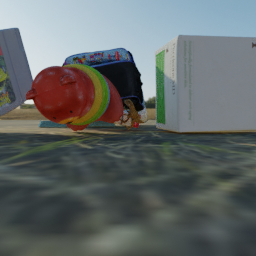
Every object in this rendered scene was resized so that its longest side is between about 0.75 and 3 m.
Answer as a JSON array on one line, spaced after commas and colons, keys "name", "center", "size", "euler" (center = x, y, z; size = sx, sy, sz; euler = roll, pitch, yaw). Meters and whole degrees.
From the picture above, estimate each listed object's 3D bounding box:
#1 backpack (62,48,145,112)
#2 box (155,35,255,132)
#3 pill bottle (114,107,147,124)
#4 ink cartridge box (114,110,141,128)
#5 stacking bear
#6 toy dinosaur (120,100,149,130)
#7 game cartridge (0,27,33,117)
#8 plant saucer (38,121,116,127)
[{"name": "backpack", "center": [-0.704, -1.242, 9.632], "size": [2.659, 1.960, 2.913], "euler": [-7, -7, 10]}, {"name": "box", "center": [1.558, -0.809, 5.647], "size": [1.765, 1.756, 1.512], "euler": [-2, 4, -12]}, {"name": "pill bottle", "center": [0.016, -0.577, 11.965], "size": [1.429, 0.817, 0.817], "euler": [-11, 5, -14]}, {"name": "ink cartridge box", "center": [-0.120, -0.267, 6.658], "size": [0.764, 0.319, 0.555], "euler": [12, 11, -8]}, {"name": "stacking bear", "center": [-0.905, -0.532, 4.738], "size": [1.242, 1.163, 2.046], "euler": [-13, 1, 9]}, {"name": "toy dinosaur", "center": [0.145, -0.199, 5.904], "size": [0.302, 0.532, 1.001], "euler": [53, 1, 37]}, {"name": "game cartridge", "center": [-3.193, -1.028, 5.893], "size": [0.553, 1.802, 2.707], "euler": [9, 29, 31]}, {"name": "plant saucer", "center": [-1.669, -0.141, 9.187], "size": [2.420, 0.230, 0.846], "euler": [-2, 1, -20]}]
